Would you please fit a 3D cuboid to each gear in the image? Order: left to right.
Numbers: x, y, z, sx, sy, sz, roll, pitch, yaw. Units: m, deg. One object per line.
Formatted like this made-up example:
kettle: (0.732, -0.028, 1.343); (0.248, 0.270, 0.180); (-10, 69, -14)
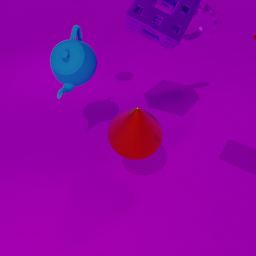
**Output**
gear: (1.796, -2.779, 7.755); (1.341, 1.341, 0.248); (-11, 64, -14)

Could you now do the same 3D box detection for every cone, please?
cone: (0.172, -0.122, 5.621); (1.218, 1.223, 1.218); (0, 66, -1)

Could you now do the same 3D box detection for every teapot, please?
teapot: (-1.388, -1.568, 6.817); (1.166, 1.876, 0.918); (9, -5, 13)

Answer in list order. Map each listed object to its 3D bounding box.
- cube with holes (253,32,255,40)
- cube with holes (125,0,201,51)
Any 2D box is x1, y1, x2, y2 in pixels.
cube with holes: (2.241, -1.230, 3.322); (0.839, 0.839, 0.839); (-58, 20, -14)
cube with holes: (0.805, -2.744, 6.437); (1.292, 1.292, 1.292); (26, 8, -3)
